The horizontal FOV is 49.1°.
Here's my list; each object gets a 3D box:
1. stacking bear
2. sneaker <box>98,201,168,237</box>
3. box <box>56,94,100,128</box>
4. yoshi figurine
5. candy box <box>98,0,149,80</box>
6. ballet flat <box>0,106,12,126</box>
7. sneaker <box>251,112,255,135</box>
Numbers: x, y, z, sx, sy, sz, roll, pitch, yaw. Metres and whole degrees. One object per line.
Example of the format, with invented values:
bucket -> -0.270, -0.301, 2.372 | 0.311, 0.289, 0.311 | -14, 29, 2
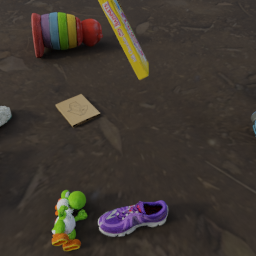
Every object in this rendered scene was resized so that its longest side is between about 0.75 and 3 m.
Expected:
stacking bear -> -2.525, -4.075, 11.984 | 2.846, 1.618, 1.728 | -5, 46, -12
sneaker -> 0.118, 1.986, 6.541 | 1.678, 0.700, 0.676 | -12, 47, -11
box -> -1.703, -0.614, 9.481 | 1.034, 0.135, 1.265 | -27, 51, -24
yoshi figurine -> -1.313, 2.022, 6.531 | 0.794, 0.797, 1.417 | 7, 41, -15
candy box -> -0.134, -2.711, 7.640 | 0.353, 2.672, 1.366 | -22, 24, 17
ballet flat -> -4.673, -0.129, 8.563 | 0.860, 0.860, 2.396 | 31, 53, 27
sneaker -> 4.927, 0.026, 8.547 | 2.215, 0.811, 0.907 | 2, 64, 8
